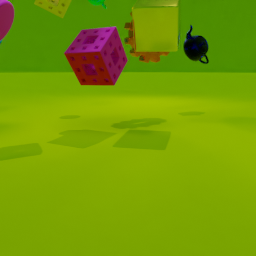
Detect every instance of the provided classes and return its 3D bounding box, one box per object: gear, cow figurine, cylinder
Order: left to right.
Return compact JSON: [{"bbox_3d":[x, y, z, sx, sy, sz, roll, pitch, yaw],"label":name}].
[{"bbox_3d":[-3.562,-2.820,6.817,1.094,1.094,1.094,30,12,-4],"label":"cylinder"},{"bbox_3d":[-4.171,-3.030,8.858,1.027,1.011,0.564,-14,-36,32],"label":"cow figurine"},{"bbox_3d":[0.795,-3.296,9.795,1.954,1.954,0.361,-7,21,-30],"label":"gear"}]

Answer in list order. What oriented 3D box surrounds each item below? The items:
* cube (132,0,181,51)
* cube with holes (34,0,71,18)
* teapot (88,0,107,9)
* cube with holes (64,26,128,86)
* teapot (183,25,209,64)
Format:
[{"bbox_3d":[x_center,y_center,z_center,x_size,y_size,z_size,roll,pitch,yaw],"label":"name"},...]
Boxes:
[{"bbox_3d":[0.839,-2.943,7.864,1.201,1.201,1.201,3,38,12],"label":"cube"},{"bbox_3d":[-1.794,-3.432,7.023,0.749,0.749,0.749,20,-35,-24],"label":"cube with holes"},{"bbox_3d":[-0.991,-4.238,8.824,0.663,1.066,0.522,-29,13,16],"label":"teapot"},{"bbox_3d":[-0.830,-1.945,7.685,1.102,1.102,1.102,5,51,26],"label":"cube with holes"},{"bbox_3d":[2.795,-3.349,11.409,1.060,1.705,0.835,-39,12,-28],"label":"teapot"}]
